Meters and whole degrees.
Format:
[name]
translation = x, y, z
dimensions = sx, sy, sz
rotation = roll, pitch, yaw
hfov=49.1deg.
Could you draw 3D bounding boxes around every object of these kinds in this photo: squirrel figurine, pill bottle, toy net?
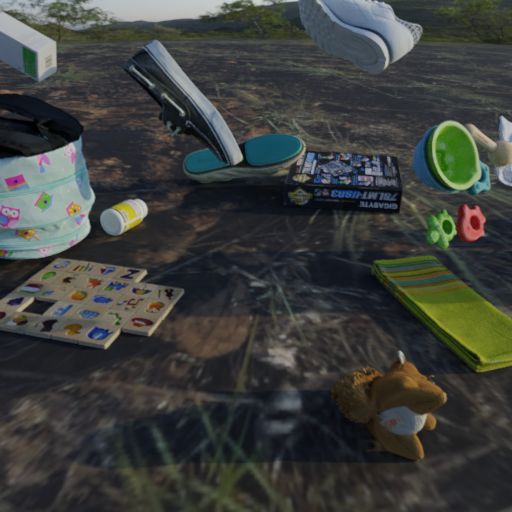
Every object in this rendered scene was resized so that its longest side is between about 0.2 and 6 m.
[squirrel figurine]
translation = 1.431, 1.469, 6.145
dimensions = 1.190, 0.842, 1.110
rotation = 10, 21, 13
[pill bottle]
translation = -2.559, -0.785, 10.955
dimensions = 0.526, 0.526, 0.935
rotation = 11, 26, 22
[toy net]
translation = 3.219, -1.133, 7.563
dimensions = 2.947, 1.546, 0.569
rotation = -19, 1, -33

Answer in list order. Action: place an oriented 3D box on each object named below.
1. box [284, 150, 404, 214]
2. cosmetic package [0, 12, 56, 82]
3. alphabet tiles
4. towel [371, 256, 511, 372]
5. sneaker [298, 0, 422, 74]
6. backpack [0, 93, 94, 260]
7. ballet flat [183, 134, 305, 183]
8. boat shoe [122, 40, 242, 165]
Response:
[box]
translation = 2.007, -1.759, 12.813
dimensions = 2.494, 0.624, 2.512
rotation = 4, 27, 8
[cosmetic package]
translation = -3.996, -3.546, 9.507
dimensions = 1.141, 0.614, 0.484
rotation = 29, 49, 7
[alphabet tiles]
translation = -2.516, 0.663, 8.534
dimensions = 2.549, 0.096, 2.130
rotation = 7, 27, 14
[towel]
translation = 2.877, 0.703, 8.268
dimensions = 1.211, 0.254, 2.814
rotation = -9, 28, -15
[sneaker]
translation = 1.816, -4.354, 10.443
dimensions = 1.063, 1.009, 2.640
rotation = -38, 60, -9
[backpack]
translation = -4.821, -1.385, 9.972
dimensions = 3.912, 2.476, 3.265
rotation = 6, 32, 14
[ballet flat]
translation = -0.252, -2.201, 13.172
dimensions = 2.899, 1.007, 1.007
rotation = -5, 25, 10
[boat shoe]
translation = -1.262, -2.453, 9.604
dimensions = 0.816, 2.563, 0.906
rotation = -39, -4, -7
